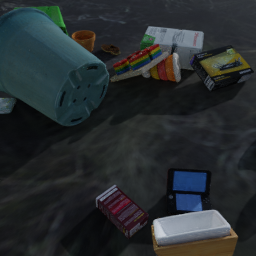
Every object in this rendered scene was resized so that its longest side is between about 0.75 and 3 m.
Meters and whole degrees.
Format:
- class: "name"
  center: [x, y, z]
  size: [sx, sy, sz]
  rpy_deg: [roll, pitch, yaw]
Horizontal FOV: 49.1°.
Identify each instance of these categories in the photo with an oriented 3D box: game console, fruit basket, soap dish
- class: "game console"
  center: [1.450, 1.504, 6.590]
  size: [1.055, 0.626, 0.910]
  rpy_deg: [3, 42, 4]
- class: "fruit basket"
  center: [-3.882, -4.017, 12.357]
  size: [2.576, 1.858, 2.576]
  rpy_deg: [0, 85, -5]
- class: "soap dish"
  center: [1.208, 2.087, 5.359]
  size: [1.460, 0.593, 1.149]
  rpy_deg: [-10, 0, 2]

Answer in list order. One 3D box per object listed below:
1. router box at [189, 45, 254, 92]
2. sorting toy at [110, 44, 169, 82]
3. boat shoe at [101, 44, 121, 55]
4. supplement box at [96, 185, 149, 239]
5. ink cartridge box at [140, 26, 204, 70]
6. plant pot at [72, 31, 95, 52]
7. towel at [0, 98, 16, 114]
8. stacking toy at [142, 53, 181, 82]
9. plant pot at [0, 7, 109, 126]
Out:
- class: "router box"
  center: [3.526, -2.295, 10.593]
  size: [1.912, 0.499, 1.503]
  rpy_deg: [-19, 64, -21]
- class: "sorting toy"
  center: [0.328, -2.463, 10.438]
  size: [1.712, 0.596, 1.701]
  rpy_deg: [-4, 29, 48]
- class: "boat shoe"
  center: [-0.761, -3.570, 12.476]
  size: [1.045, 0.353, 0.376]
  rpy_deg: [29, 49, 28]
- class: "supplement box"
  center: [-0.147, 1.878, 6.375]
  size: [0.616, 0.344, 1.131]
  rpy_deg: [-30, 49, -31]
- class: "ink cartridge box"
  center: [1.853, -3.372, 11.756]
  size: [2.406, 0.999, 1.764]
  rpy_deg: [10, 43, 11]
- class: "plant pot"
  center: [-1.945, -3.786, 12.447]
  size: [1.022, 0.716, 1.022]
  rpy_deg: [0, 41, 0]
- class: "towel"
  center: [-4.278, -0.762, 9.449]
  size: [0.838, 0.202, 0.717]
  rpy_deg: [-3, 43, -3]
- class: "stacking toy"
  center: [1.225, -2.208, 10.650]
  size: [1.479, 1.081, 1.081]
  rpy_deg: [-5, 40, 18]
- class: "plant pot"
  center: [-2.370, -1.724, 8.716]
  size: [2.923, 2.984, 2.984]
  rpy_deg: [34, 52, 23]
